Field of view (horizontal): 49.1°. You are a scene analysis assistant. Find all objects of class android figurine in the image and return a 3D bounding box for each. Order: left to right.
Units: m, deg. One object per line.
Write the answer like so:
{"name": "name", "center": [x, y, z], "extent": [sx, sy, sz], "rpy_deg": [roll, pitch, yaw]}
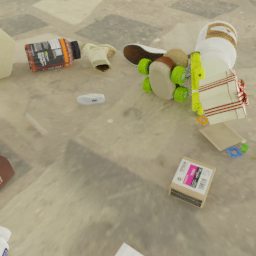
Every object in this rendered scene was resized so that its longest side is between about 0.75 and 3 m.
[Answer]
{"name": "android figurine", "center": [2.419, -1.501, 9.747], "extent": [0.434, 1.924, 2.114], "rpy_deg": [-4, 87, 11]}

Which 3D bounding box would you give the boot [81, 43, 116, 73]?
{"name": "boot", "center": [-1.021, -2.991, 12.085], "extent": [1.738, 0.626, 1.344], "rpy_deg": [-8, 57, -43]}

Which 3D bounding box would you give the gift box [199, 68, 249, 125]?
{"name": "gift box", "center": [2.313, -0.787, 6.768], "extent": [1.017, 1.089, 1.005], "rpy_deg": [-15, 43, 25]}

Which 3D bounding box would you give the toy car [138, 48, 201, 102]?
{"name": "toy car", "center": [1.721, -2.256, 10.450], "extent": [1.731, 1.663, 2.108], "rpy_deg": [22, 59, 32]}

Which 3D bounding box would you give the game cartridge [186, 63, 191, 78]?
{"name": "game cartridge", "center": [2.229, -2.381, 11.803], "extent": [1.283, 0.246, 0.831], "rpy_deg": [-30, 56, -27]}

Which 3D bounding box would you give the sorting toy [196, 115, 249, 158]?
{"name": "sorting toy", "center": [3.006, 0.269, 9.101], "extent": [1.116, 0.270, 1.982], "rpy_deg": [-17, 48, -23]}

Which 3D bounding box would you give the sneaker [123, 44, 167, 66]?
{"name": "sneaker", "center": [0.957, -3.071, 12.224], "extent": [2.456, 0.894, 1.040], "rpy_deg": [23, 24, 26]}

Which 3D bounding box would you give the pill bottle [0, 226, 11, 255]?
{"name": "pill bottle", "center": [-3.068, 2.814, 6.234], "extent": [0.666, 0.666, 1.112], "rpy_deg": [4, 44, 4]}

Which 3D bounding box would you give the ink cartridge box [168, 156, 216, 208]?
{"name": "ink cartridge box", "center": [1.780, 1.464, 7.751], "extent": [0.980, 0.447, 1.190], "rpy_deg": [20, 49, 17]}

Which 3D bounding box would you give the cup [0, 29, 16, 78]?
{"name": "cup", "center": [-5.536, -2.959, 10.997], "extent": [1.940, 2.713, 2.713], "rpy_deg": [10, 39, -27]}

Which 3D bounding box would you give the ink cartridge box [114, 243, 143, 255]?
{"name": "ink cartridge box", "center": [0.512, 3.511, 5.608], "extent": [2.282, 0.575, 1.244], "rpy_deg": [25, 50, 25]}

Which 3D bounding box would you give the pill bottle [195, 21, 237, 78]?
{"name": "pill bottle", "center": [3.534, -3.033, 11.398], "extent": [1.645, 1.645, 2.878], "rpy_deg": [12, 45, 12]}

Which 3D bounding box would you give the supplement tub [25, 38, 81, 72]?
{"name": "supplement tub", "center": [-3.147, -3.139, 11.900], "extent": [2.191, 1.172, 1.172], "rpy_deg": [-14, 46, -15]}

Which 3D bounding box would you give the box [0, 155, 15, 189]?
{"name": "box", "center": [-4.179, 1.571, 7.430], "extent": [1.044, 0.782, 2.086], "rpy_deg": [19, 46, 18]}

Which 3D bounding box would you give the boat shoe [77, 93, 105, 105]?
{"name": "boat shoe", "center": [-1.378, -1.126, 10.434], "extent": [1.028, 0.370, 0.338], "rpy_deg": [-6, 39, -6]}
